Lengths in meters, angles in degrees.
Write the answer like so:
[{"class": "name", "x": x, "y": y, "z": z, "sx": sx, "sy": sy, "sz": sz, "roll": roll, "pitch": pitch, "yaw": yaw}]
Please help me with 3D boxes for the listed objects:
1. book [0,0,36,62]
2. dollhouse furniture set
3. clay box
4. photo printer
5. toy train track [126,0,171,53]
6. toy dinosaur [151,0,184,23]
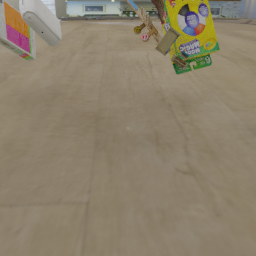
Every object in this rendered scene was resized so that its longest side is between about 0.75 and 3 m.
[{"class": "book", "x": -3.634, "y": -3.073, "z": 8.587, "sx": 0.503, "sy": 1.400, "sz": 2.095, "roll": -15, "pitch": -13, "yaw": 14}, {"class": "dollhouse furniture set", "x": 1.032, "y": -1.689, "z": 5.938, "sx": 0.755, "sy": 0.532, "sz": 0.529, "roll": 35, "pitch": 19, "yaw": -6}, {"class": "clay box", "x": 1.791, "y": -2.982, "z": 8.292, "sx": 1.444, "sy": 2.514, "sz": 0.598, "roll": -19, "pitch": 6, "yaw": -18}, {"class": "photo printer", "x": -2.485, "y": -3.126, "z": 7.924, "sx": 0.471, "sy": 1.356, "sz": 1.128, "roll": -26, "pitch": 53, "yaw": 17}, {"class": "toy train track", "x": 0.143, "y": -3.091, "z": 7.716, "sx": 0.465, "sy": 2.857, "sz": 1.639, "roll": -36, "pitch": -14, "yaw": 9}, {"class": "toy dinosaur", "x": 0.304, "y": -2.463, "z": 4.377, "sx": 1.172, "sy": 1.729, "sz": 0.742, "roll": 1, "pitch": 68, "yaw": 5}]
